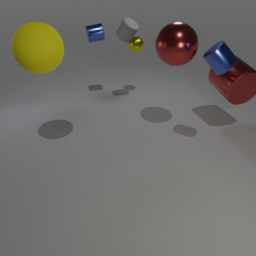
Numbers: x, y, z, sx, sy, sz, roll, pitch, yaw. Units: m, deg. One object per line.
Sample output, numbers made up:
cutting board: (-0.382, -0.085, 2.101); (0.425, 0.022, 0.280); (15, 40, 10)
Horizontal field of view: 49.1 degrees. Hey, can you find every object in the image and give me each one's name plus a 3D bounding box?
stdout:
cylinder: (3.965, -1.812, 10.456); (1.400, 1.400, 1.400); (-9, 42, -15)
ball: (1.596, -2.732, 9.183); (1.400, 1.400, 1.400); (0, 30, 0)
ball: (-2.511, -2.234, 7.861); (1.400, 1.400, 1.400); (0, 30, 0)
ball: (0.366, -3.760, 12.649); (0.700, 0.700, 0.700); (0, 30, 0)
cylinder: (-1.422, -4.114, 12.145); (0.700, 0.700, 0.700); (-13, 32, -6)
cylinder: (2.635, -2.001, 8.011); (0.700, 0.700, 0.700); (-41, 13, 11)
cylinder: (-0.029, -3.951, 11.314); (0.700, 0.700, 0.700); (20, 46, -22)
